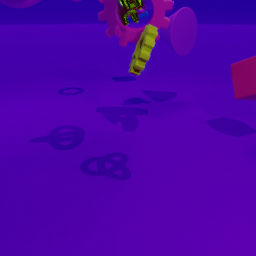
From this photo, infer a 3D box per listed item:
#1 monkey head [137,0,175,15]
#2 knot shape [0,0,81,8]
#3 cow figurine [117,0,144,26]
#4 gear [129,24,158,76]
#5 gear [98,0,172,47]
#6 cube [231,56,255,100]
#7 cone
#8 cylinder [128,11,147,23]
[{"bbox_3d":[0.802,-3.704,7.909,1.035,1.438,0.867,41,20,11],"label":"monkey head"},{"bbox_3d":[-1.355,-2.540,4.567,1.668,0.771,1.561,-17,13,-39],"label":"knot shape"},{"bbox_3d":[-0.054,-3.020,6.284,0.602,1.080,1.098,-19,-11,-11],"label":"cow figurine"},{"bbox_3d":[0.361,-1.912,6.932,0.227,1.229,1.229,20,20,-12],"label":"gear"},{"bbox_3d":[0.179,-3.043,7.233,1.872,1.872,0.346,2,32,5],"label":"gear"},{"bbox_3d":[3.389,-1.283,7.269,0.946,0.946,0.946,-2,-6,-35],"label":"cube"},{"bbox_3d":[1.378,-3.445,10.033,1.586,1.580,1.580,19,29,41],"label":"cone"},{"bbox_3d":[0.207,-5.107,11.962,1.008,1.008,1.008,-19,22,6],"label":"cylinder"}]
